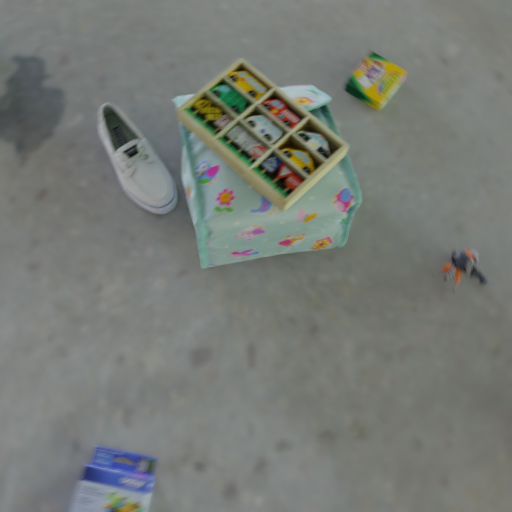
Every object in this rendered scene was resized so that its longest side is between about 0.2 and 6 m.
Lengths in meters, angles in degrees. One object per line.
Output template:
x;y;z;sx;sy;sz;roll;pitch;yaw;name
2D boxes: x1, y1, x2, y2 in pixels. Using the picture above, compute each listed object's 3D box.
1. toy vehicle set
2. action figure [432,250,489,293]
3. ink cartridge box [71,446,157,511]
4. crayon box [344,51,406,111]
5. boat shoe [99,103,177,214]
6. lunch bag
0.077;-1.794;8.159;2.167;0.287;1.347;42;73;11;toy vehicle set
3.421;0.233;9.227;0.763;0.413;0.789;-48;57;-1;action figure
-2.118;3.692;8.052;1.013;0.356;1.698;11;68;4;ink cartridge box
2.270;-3.335;10.674;0.801;0.271;0.928;35;73;12;crayon box
-2.188;-1.708;9.818;0.821;0.745;2.233;-36;74;-12;boat shoe
0.055;-1.588;9.195;2.581;1.848;3.030;-8;66;-6;lunch bag
